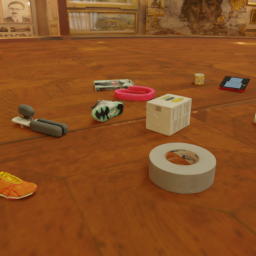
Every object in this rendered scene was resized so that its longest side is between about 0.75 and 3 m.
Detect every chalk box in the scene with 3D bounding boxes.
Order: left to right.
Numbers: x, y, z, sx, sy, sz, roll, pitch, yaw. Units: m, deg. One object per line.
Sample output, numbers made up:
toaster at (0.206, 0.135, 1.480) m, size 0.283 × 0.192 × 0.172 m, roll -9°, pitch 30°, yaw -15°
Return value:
chalk box at (3.756, -2.615, 14.872) m, size 0.480 × 0.483 × 0.776 m, roll 3°, pitch 24°, yaw 7°

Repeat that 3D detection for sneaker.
sneaker at (-2.503, 1.171, 5.833) m, size 1.239 × 0.478 × 0.452 m, roll 5°, pitch 22°, yaw 8°
sneaker at (-1.027, -0.660, 10.140) m, size 1.116 × 0.620 × 1.595 m, roll 14°, pitch 17°, yaw 33°

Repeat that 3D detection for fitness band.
fitness band at (0.293, -1.565, 12.553) m, size 1.832 × 0.343 × 1.316 m, roll 7°, pitch 24°, yaw 20°

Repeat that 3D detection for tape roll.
tape roll at (1.232, 0.881, 6.481) m, size 1.506 × 0.498 × 1.506 m, roll 0°, pitch 22°, yaw 0°

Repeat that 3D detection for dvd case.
dvd case at (-0.711, -2.190, 14.204) m, size 1.973 × 0.217 × 1.440 m, roll -3°, pitch 23°, yaw -9°

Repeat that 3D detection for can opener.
can opener at (-2.872, -0.211, 8.957) m, size 2.114 × 0.703 × 0.557 m, roll 17°, pitch 27°, yaw 25°

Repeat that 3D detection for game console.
game console at (5.231, -2.192, 13.740) m, size 1.241 × 0.193 × 1.098 m, roll 15°, pitch 51°, yaw 31°

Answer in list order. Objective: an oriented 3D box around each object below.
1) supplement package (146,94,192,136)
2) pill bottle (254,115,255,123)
supplement package at (1.329, -0.468, 9.132) m, size 0.945 × 0.938 × 1.246 m, roll 18°, pitch 29°, yaw 37°
pill bottle at (4.678, -0.268, 9.239) m, size 0.886 × 0.492 × 0.492 m, roll 13°, pitch 26°, yaw 28°
